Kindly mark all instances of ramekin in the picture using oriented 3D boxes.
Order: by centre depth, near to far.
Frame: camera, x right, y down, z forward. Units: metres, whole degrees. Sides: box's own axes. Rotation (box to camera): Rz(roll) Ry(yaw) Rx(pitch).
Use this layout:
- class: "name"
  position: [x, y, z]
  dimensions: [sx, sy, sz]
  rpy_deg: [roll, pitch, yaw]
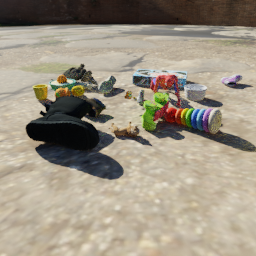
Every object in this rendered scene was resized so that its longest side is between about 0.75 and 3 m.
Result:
- class: "ramekin"
  position: [2.801, -1.482, 11.675]
  dimensions: [0.909, 0.477, 0.909]
  rpy_deg: [-1, 25, 0]

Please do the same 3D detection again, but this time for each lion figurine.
- class: "lion figurine"
  position: [-0.132, 0.078, 8.545]
  dimensions: [1.018, 0.369, 0.623]
  rpy_deg: [-11, 31, 10]

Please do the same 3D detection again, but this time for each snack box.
- class: "snack box"
  position: [1.612, -2.502, 13.884]
  dimensions: [2.556, 0.474, 1.485]
  rpy_deg: [6, 25, 12]

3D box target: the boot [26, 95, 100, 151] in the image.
- class: "boot"
  position: [-1.638, -0.256, 8.382]
  dimensions: [2.356, 0.872, 1.931]
  rpy_deg: [6, 30, 18]

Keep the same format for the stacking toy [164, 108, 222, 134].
- class: "stacking toy"
  position: [2.018, -0.334, 9.027]
  dimensions: [1.820, 0.777, 0.777]
  rpy_deg: [11, 26, 36]

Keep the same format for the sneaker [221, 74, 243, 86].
- class: "sneaker"
  position: [5.127, -2.231, 13.472]
  dimensions: [1.151, 0.417, 0.656]
  rpy_deg: [-15, 34, -13]

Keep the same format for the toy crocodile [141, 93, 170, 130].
- class: "toy crocodile"
  position: [1.000, -0.635, 9.556]
  dimensions: [0.677, 0.740, 2.192]
  rpy_deg: [22, 33, 19]

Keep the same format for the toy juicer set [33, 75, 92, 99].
- class: "toy juicer set"
  position: [-2.577, -1.908, 12.194]
  dimensions: [1.812, 0.775, 2.849]
  rpy_deg: [8, 24, 22]

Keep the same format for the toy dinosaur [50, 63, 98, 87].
- class: "toy dinosaur"
  position: [-2.601, -2.563, 13.443]
  dimensions: [2.417, 0.930, 1.236]
  rpy_deg: [3, 21, -1]

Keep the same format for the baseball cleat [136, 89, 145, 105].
- class: "baseball cleat"
  position: [0.510, -1.281, 11.244]
  dimensions: [0.310, 0.473, 0.889]
  rpy_deg: [6, 27, -1]

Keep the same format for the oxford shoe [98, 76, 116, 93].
- class: "oxford shoe"
  position: [-0.969, -1.917, 12.737]
  dimensions: [0.433, 0.564, 1.500]
  rpy_deg: [-34, 15, 34]

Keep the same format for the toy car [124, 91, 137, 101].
- class: "toy car"
  position: [0.189, -1.182, 10.473]
  dimensions: [0.767, 0.376, 0.255]
  rpy_deg: [-2, 47, -52]

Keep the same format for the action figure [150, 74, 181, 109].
- class: "action figure"
  position: [1.463, -1.418, 11.252]
  dimensions: [0.937, 1.421, 2.871]
  rpy_deg: [-4, 3, 0]

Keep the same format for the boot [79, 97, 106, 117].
- class: "boot"
  position: [-1.427, -0.862, 10.187]
  dimensions: [1.314, 0.491, 0.637]
  rpy_deg: [35, 43, 24]
